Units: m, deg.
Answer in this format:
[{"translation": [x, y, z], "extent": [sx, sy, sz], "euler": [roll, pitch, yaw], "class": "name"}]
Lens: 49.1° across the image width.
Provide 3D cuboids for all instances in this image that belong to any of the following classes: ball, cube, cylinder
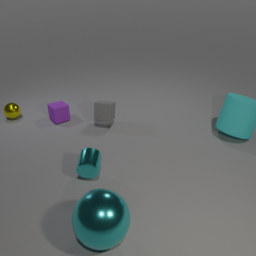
[{"translation": [-0.639, 2.163, 6.714], "extent": [1.400, 1.400, 1.400], "euler": [0, 31, 0], "class": "ball"}, {"translation": [-5.025, -0.752, 12.161], "extent": [0.700, 0.700, 0.700], "euler": [0, 31, 0], "class": "ball"}, {"translation": [-0.946, -0.716, 11.464], "extent": [0.700, 0.700, 0.700], "euler": [7, 14, 13], "class": "cube"}, {"translation": [-2.975, -0.690, 12.058], "extent": [0.700, 0.700, 0.700], "euler": [-19, 33, -32], "class": "cube"}, {"translation": [4.278, -0.477, 10.779], "extent": [1.400, 1.400, 1.400], "euler": [14, 18, -5], "class": "cylinder"}, {"translation": [-1.207, 1.087, 8.717], "extent": [0.700, 0.700, 0.700], "euler": [2, 44, 3], "class": "cylinder"}]
